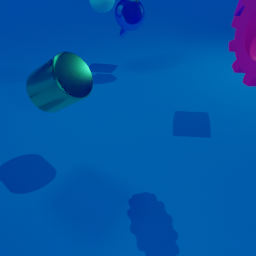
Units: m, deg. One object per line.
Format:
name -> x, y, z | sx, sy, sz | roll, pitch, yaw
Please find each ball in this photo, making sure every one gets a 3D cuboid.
ball -> -0.822, -4.078, 8.859 | 0.804, 0.804, 0.804 | 0, 35, 0

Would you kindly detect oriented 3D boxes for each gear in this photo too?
gear -> 2.019, -1.328, 3.918 | 0.283, 1.531, 1.531 | -1, 34, -17

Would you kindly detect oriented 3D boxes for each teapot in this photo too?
teapot -> 0.020, -3.986, 9.720 | 1.072, 1.724, 0.844 | 14, 7, -24

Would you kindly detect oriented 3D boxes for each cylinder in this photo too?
cylinder -> -1.357, -0.885, 5.582 | 0.961, 0.961, 0.961 | -18, 20, 39

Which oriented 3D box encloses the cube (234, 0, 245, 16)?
cube -> 3.326, -3.109, 6.780 | 0.935, 0.935, 0.935 | 26, 69, -6
